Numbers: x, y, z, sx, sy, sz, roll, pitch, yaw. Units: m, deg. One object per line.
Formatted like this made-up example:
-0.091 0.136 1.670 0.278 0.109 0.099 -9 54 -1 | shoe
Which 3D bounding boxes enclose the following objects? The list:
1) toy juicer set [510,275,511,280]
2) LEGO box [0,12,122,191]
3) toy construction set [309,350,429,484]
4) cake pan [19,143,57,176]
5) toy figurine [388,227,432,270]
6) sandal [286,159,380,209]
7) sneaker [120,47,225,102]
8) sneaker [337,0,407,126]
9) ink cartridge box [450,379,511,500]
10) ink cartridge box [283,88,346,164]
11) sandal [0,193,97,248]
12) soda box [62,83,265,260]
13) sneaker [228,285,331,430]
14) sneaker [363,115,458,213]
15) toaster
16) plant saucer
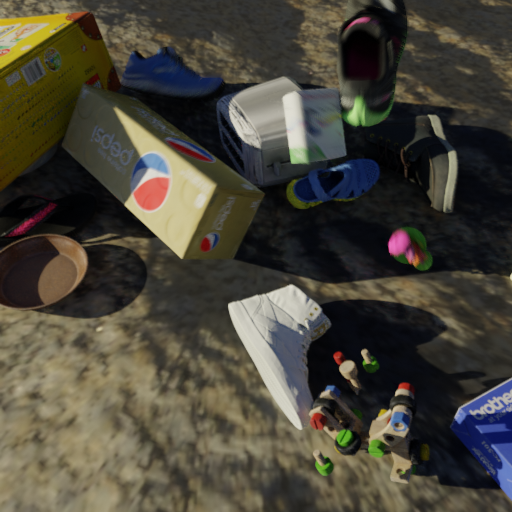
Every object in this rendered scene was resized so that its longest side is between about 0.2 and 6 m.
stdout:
5.277 0.204 9.375 2.481 0.675 1.578 -27 52 -23 | toy juicer set
-5.529 -3.088 11.266 3.399 1.761 4.565 8 45 26 | LEGO box
1.524 2.206 7.387 1.411 1.300 1.691 -24 26 11 | toy construction set
-4.922 -2.157 11.639 1.767 0.324 1.767 -10 41 8 | cake pan
2.557 -0.100 9.499 0.852 0.640 0.784 51 22 18 | toy figurine
1.566 -1.412 10.673 1.913 0.833 0.761 -21 84 -17 | sandal
-1.947 -4.298 13.130 2.569 1.145 1.009 14 11 11 | sneaker
2.083 -3.902 9.979 1.222 1.333 3.183 0 70 13 | sneaker
4.126 2.121 7.606 2.666 0.589 1.253 -21 49 -19 | ink cartridge box
1.039 -2.319 10.005 0.889 1.224 0.535 -11 6 -24 | ink cartridge box
-4.279 -0.682 10.256 2.703 0.609 1.015 -15 48 -14 | sandal
-1.853 -1.621 10.284 4.143 1.403 1.326 40 24 31 | soda box
0.613 1.310 8.208 1.327 0.846 2.296 -20 48 -14 | sneaker
2.975 -1.800 11.121 1.602 1.128 3.017 -1 37 6 | sneaker
0.299 -2.572 11.440 1.741 1.532 2.695 -18 48 -13 | toaster
-3.696 0.326 9.511 1.707 0.312 1.707 0 47 0 | plant saucer
